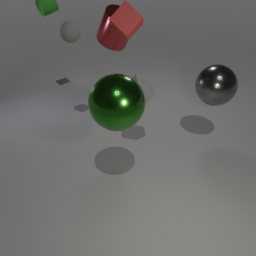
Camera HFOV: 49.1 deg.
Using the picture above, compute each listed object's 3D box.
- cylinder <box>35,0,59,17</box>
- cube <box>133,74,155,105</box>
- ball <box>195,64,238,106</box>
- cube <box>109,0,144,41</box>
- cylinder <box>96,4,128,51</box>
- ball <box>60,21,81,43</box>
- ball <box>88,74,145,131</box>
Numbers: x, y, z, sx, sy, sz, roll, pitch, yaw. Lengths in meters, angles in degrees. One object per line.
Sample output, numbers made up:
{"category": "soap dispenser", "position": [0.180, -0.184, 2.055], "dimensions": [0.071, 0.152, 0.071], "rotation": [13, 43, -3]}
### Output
{"category": "cylinder", "position": [-3.360, -5.094, 11.622], "dimensions": [0.700, 0.700, 0.700], "rotation": [-33, 42, -18]}
{"category": "cube", "position": [0.349, -1.172, 8.988], "dimensions": [0.700, 0.700, 0.700], "rotation": [31, 24, -20]}
{"category": "ball", "position": [3.005, -1.454, 9.555], "dimensions": [1.400, 1.400, 1.400], "rotation": [0, 32, 0]}
{"category": "cube", "position": [-0.035, -3.081, 8.101], "dimensions": [0.700, 0.700, 0.700], "rotation": [43, 7, -2]}
{"category": "cylinder", "position": [-0.511, -4.318, 12.114], "dimensions": [1.400, 1.400, 1.400], "rotation": [15, 48, -17]}
{"category": "ball", "position": [-1.900, -3.169, 9.246], "dimensions": [0.700, 0.700, 0.700], "rotation": [0, 32, 0]}
{"category": "ball", "position": [-0.276, -0.621, 6.855], "dimensions": [1.400, 1.400, 1.400], "rotation": [0, 32, 0]}
